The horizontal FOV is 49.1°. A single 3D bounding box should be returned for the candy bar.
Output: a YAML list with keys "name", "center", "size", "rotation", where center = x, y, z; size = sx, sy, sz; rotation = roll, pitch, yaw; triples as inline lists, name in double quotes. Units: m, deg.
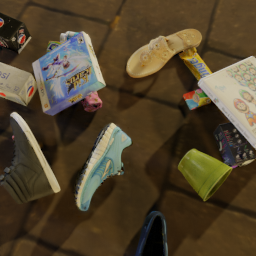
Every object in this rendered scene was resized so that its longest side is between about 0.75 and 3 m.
- name: "candy bar"
  center: [2.842, -1.734, 9.949]
  size: [0.699, 0.310, 2.802]
  rotation: [-28, 70, -9]

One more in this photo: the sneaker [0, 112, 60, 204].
- name: "sneaker"
  center: [-3.346, 0.931, 8.470]
  size: [1.460, 1.041, 2.943]
  rotation: [-27, 75, -16]

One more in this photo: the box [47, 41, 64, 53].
- name: "box"
  center: [-2.143, -2.779, 10.246]
  size: [1.495, 0.524, 0.481]
  rotation: [5, 68, 2]

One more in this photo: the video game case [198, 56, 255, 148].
- name: "video game case"
  center: [4.122, -1.006, 9.161]
  size: [2.937, 0.348, 2.673]
  rotation: [-26, 70, -30]

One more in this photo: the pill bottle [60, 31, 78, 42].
- name: "pill bottle"
  center: [-1.996, -3.279, 10.439]
  size: [0.997, 0.552, 0.552]
  rotation: [9, 68, 5]

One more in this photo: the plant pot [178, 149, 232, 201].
- name: "plant pot"
  center: [2.200, 1.288, 8.354]
  size: [1.261, 1.261, 1.214]
  rotation: [-42, 62, -15]

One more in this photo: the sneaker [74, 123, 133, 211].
- name: "sneaker"
  center: [-0.689, 1.266, 8.333]
  size: [1.225, 1.067, 2.723]
  rotation: [29, 83, -13]

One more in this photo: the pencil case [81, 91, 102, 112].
- name: "pencil case"
  center: [-1.396, -1.273, 9.607]
  size: [0.652, 0.624, 1.507]
  rotation: [-32, 68, 24]

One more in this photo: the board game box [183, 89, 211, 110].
- name: "board game box"
  center: [2.398, -1.016, 9.745]
  size: [0.771, 0.156, 0.590]
  rotation: [-20, 70, -8]

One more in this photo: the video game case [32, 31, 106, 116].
- name: "video game case"
  center: [-2.049, -1.807, 9.377]
  size: [2.240, 0.509, 2.031]
  rotation: [-26, 69, 18]

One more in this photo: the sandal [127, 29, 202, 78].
- name: "sandal"
  center: [1.309, -2.990, 10.053]
  size: [3.154, 1.037, 1.157]
  rotation: [-28, 71, -11]

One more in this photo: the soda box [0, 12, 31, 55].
- name: "soda box"
  center: [-5.097, -3.810, 10.475]
  size: [2.716, 0.860, 0.961]
  rotation: [25, 71, 10]

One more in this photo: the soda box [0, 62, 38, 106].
- name: "soda box"
  center: [-4.575, -1.727, 9.646]
  size: [2.710, 0.860, 0.925]
  rotation: [20, 70, 8]

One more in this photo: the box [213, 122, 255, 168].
- name: "box"
  center: [3.296, 0.535, 8.772]
  size: [0.691, 0.797, 1.304]
  rotation: [-13, 69, -5]

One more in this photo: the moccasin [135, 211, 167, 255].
- name: "moccasin"
  center: [0.549, 3.552, 7.516]
  size: [1.048, 0.888, 2.605]
  rotation: [3, 68, 1]
